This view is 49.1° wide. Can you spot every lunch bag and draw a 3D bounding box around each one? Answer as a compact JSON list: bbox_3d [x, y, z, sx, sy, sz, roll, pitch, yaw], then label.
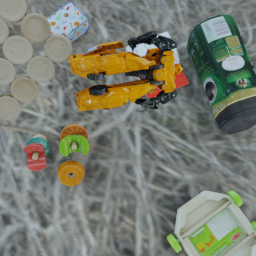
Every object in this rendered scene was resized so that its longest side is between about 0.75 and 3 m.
[{"bbox_3d":[-1.898,-3.182,8.586,1.315,0.497,1.054,-40,75,-10],"label":"lunch bag"}]

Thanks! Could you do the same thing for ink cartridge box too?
[{"bbox_3d":[0.872,-1.858,8.231,1.361,0.402,1.700,-22,73,-7],"label":"ink cartridge box"}]

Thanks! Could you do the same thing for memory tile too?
[{"bbox_3d":[-2.021,-1.150,4.784,1.924,0.162,1.475,-47,120,7],"label":"memory tile"}]

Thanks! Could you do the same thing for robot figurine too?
[{"bbox_3d":[0.006,-0.966,5.049,1.989,1.442,0.579,-10,30,-8],"label":"robot figurine"}]

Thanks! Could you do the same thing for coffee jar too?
[{"bbox_3d":[2.666,-1.370,7.498,1.265,1.546,2.965,-16,75,-4],"label":"coffee jar"}]

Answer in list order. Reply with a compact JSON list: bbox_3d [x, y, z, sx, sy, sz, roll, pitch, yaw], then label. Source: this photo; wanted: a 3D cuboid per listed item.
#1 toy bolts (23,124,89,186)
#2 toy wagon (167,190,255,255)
[{"bbox_3d":[-1.859,0.639,7.401,1.606,1.114,1.534,-2,114,-10],"label":"toy bolts"},{"bbox_3d":[2.310,2.890,6.767,2.049,0.522,2.640,-33,77,-9],"label":"toy wagon"}]
